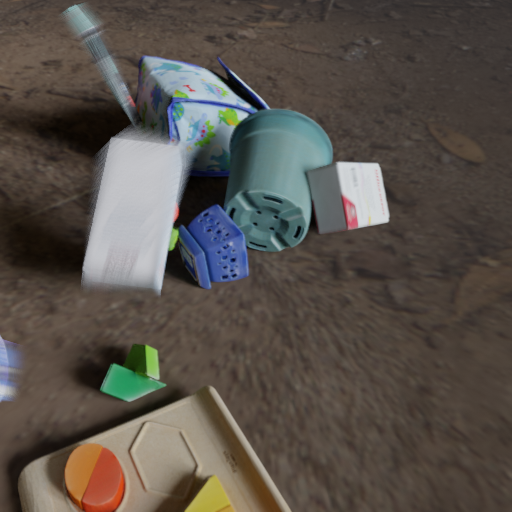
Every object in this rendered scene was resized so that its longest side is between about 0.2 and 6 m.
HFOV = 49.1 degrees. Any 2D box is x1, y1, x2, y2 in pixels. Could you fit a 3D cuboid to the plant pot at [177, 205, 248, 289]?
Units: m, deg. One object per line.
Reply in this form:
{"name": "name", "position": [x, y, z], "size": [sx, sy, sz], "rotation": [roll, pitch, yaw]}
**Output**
{"name": "plant pot", "position": [-0.652, -0.088, 8.053], "size": [0.762, 0.848, 0.848], "rotation": [-25, 47, -18]}

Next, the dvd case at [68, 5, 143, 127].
{"name": "dvd case", "position": [-2.536, -3.191, 9.465], "size": [0.197, 1.790, 1.307], "rotation": [-29, 46, -8]}

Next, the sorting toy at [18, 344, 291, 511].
{"name": "sorting toy", "position": [-1.259, 2.082, 5.669], "size": [2.228, 0.444, 3.014], "rotation": [-22, 41, -19]}

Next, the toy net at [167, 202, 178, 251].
{"name": "toy net", "position": [-1.830, -0.741, 8.574], "size": [1.278, 0.470, 2.436], "rotation": [-39, 41, 21]}

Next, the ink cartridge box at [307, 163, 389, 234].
{"name": "ink cartridge box", "position": [1.414, -0.879, 8.467], "size": [0.544, 0.958, 1.314], "rotation": [-11, 0, 39]}

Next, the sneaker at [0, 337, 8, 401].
{"name": "sneaker", "position": [-2.798, 1.436, 5.615], "size": [0.601, 1.092, 1.491], "rotation": [17, 71, -28]}

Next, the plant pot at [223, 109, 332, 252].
{"name": "plant pot", "position": [0.258, -1.087, 8.684], "size": [1.713, 1.713, 1.678], "rotation": [6, 48, 8]}

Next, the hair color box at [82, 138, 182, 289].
{"name": "hair color box", "position": [-1.574, -0.555, 7.320], "size": [0.913, 0.559, 1.844], "rotation": [7, 72, -1]}

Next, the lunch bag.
{"name": "lunch bag", "position": [-0.718, -2.578, 10.412], "size": [2.694, 1.717, 2.291], "rotation": [2, 35, -28]}
